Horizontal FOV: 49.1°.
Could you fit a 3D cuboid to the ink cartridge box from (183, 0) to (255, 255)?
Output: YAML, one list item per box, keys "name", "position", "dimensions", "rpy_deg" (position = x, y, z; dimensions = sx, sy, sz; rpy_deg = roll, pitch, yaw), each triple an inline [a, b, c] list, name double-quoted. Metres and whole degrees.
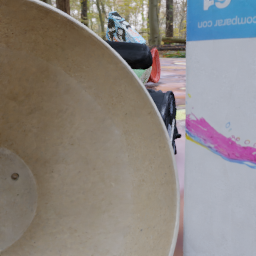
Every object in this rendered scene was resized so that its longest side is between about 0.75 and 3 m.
- name: "ink cartridge box"
  position: [1.449, -0.056, 2.676]
  dimensions: [1.194, 2.820, 2.038]
  rpy_deg: [7, 17, 35]

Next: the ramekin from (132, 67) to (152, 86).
- name: "ramekin"
  position: [0.202, -1.962, 10.953]
  dimensions: [0.838, 1.715, 1.715]
  rpy_deg: [32, 24, 9]

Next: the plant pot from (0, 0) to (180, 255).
- name: "plant pot"
  position: [-1.013, 0.430, 2.461]
  dimensions: [1.703, 2.537, 2.537]
  rpy_deg: [-31, -8, 41]

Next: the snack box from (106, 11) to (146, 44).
- name: "snack box"
  position: [-0.093, -2.386, 7.531]
  dimensions: [0.256, 0.803, 1.382]
  rpy_deg: [-27, 64, -26]

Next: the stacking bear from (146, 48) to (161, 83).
- name: "stacking bear"
  position: [0.159, -3.068, 14.966]
  dimensions: [2.845, 1.618, 1.728]
  rpy_deg: [0, 41, 27]

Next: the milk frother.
- name: "milk frother"
  position: [-0.374, 0.041, 4.800]
  dimensions: [2.426, 2.327, 2.579]
  rpy_deg: [5, -25, 16]
